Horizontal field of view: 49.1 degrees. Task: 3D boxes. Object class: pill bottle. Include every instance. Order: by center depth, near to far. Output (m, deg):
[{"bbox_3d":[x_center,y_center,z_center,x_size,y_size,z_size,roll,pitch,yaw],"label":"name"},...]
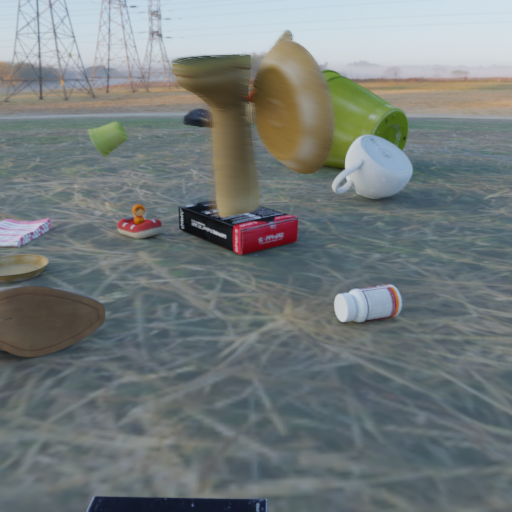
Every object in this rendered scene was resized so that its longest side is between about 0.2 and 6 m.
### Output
[{"bbox_3d":[1.542,0.670,7.756,0.841,0.461,0.461,-6,19,-19],"label":"pill bottle"}]

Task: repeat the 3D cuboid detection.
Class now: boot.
[{"bbox_3d":[-3.439,0.712,7.178,2.484,0.873,1.816,-1,6,-35],"label":"boot"},{"bbox_3d":[-0.423,-1.584,7.666,0.728,2.202,1.929,6,21,22],"label":"boot"}]

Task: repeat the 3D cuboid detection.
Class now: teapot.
[{"bbox_3d":[3.115,-2.211,15.136,1.953,1.426,1.928,25,39,-9],"label":"teapot"}]

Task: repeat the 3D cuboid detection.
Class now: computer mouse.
[{"bbox_3d":[-1.084,-2.800,11.383,0.643,0.374,2.195,3,14,-15],"label":"computer mouse"}]

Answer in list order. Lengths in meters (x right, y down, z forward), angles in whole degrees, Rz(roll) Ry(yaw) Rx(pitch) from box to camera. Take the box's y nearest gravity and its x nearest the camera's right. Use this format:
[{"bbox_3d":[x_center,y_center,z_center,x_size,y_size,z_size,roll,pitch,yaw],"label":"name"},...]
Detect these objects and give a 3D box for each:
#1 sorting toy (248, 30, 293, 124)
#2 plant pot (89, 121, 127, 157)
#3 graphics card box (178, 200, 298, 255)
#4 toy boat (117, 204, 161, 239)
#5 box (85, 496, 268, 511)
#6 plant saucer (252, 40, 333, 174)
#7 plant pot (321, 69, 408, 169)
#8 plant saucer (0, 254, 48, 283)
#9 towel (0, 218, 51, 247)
[{"bbox_3d":[0.123,-3.877,12.411,0.348,1.935,2.597,23,9,-10],"label":"sorting toy"},{"bbox_3d":[-3.182,-2.595,12.203,0.622,0.676,0.676,-26,17,8],"label":"plant pot"},{"bbox_3d":[-0.423,-0.674,11.639,1.463,0.593,2.332,-15,25,-36],"label":"graphics card box"},{"bbox_3d":[-2.450,-0.756,11.775,1.014,0.663,0.662,15,23,38],"label":"toy boat"},{"bbox_3d":[-0.443,1.919,3.057,1.020,1.011,0.628,1,18,2],"label":"box"},{"bbox_3d":[0.363,-1.834,7.136,0.299,1.689,1.689,-20,25,-23],"label":"plant saucer"},{"bbox_3d":[3.333,-4.411,19.486,3.400,3.400,3.273,-15,35,-39],"label":"plant pot"},{"bbox_3d":[-4.104,0.227,9.528,1.107,0.196,1.107,0,18,0],"label":"plant saucer"},{"bbox_3d":[-5.146,-0.507,11.716,1.147,0.234,1.567,1,18,6],"label":"towel"}]
